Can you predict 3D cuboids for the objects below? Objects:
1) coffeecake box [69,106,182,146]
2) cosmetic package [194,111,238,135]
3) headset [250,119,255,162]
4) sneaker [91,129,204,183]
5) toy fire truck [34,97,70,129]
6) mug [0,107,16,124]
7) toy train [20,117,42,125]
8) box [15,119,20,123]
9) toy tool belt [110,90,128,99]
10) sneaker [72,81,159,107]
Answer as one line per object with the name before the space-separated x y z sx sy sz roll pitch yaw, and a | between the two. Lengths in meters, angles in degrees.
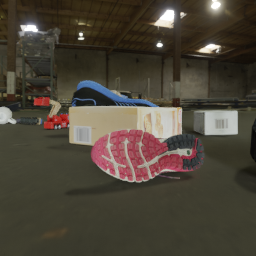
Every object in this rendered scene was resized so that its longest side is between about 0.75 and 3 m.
coffeecake box | 0.042 -0.086 6.099 1.619 0.771 2.109 3 5 32
cosmetic package | 2.504 -0.185 8.196 0.915 0.658 1.622 -2 5 1
headset | 2.338 -0.121 3.343 1.672 1.272 2.707 2 16 17
sneaker | 0.207 0.325 3.012 1.299 0.524 0.485 6 -14 -30
toy fire truck | -2.534 -0.506 9.657 0.374 1.083 1.536 3 6 26
mug | -5.452 -0.473 12.443 0.994 0.734 0.872 31 -3 -21
toy train | -4.256 -0.304 12.333 0.433 0.322 1.889 12 -6 -41
box | -4.885 -0.349 13.619 0.723 0.183 1.011 0 3 9
toy tool belt | -0.651 -1.234 15.397 2.797 1.746 1.719 1 13 6
sneaker | -0.212 -0.313 8.087 2.933 1.143 1.029 18 -38 -15
